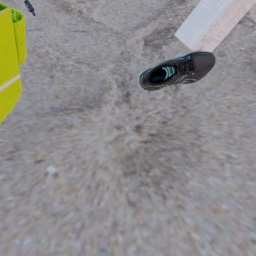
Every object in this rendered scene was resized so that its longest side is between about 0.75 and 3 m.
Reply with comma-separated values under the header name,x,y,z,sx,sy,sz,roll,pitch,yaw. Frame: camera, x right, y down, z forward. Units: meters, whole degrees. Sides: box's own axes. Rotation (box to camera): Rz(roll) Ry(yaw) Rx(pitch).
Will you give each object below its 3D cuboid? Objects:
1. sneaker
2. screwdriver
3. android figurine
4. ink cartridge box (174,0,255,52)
name,x,y,z,sx,sy,sz,roll,pitch,yaw
sneaker,0.864,-0.948,4.772,1.362,0.514,0.540,-20,4,5
screwdriver,-2.510,-2.977,7.661,0.159,1.095,0.153,-25,10,6
android figurine,-2.333,-0.728,3.948,0.556,2.710,2.467,31,53,10
ink cartridge box,1.977,-2.380,5.000,0.464,2.287,2.283,46,26,8
